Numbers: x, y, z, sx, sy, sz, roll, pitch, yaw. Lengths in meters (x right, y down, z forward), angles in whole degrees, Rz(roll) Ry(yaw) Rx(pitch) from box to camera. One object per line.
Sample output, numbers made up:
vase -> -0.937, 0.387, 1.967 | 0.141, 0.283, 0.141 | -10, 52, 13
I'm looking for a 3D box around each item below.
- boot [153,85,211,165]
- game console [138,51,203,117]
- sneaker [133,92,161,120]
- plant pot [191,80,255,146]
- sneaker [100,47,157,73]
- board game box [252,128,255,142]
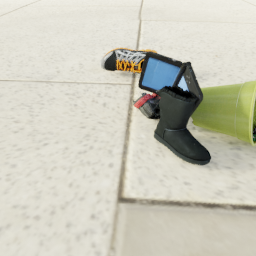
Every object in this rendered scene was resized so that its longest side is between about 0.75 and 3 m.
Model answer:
boot -> 1.513, -0.134, 7.616 | 0.753, 1.669, 2.036 | -19, 39, -37
game console -> 1.151, -1.069, 8.254 | 1.150, 1.977, 1.738 | -12, 70, -10
sneaker -> 0.910, -0.741, 9.430 | 0.935, 0.677, 1.915 | 54, 29, 8
plant pot -> 2.953, -0.555, 8.407 | 1.863, 1.962, 1.962 | 8, 33, 34
sneaker -> 0.115, -2.821, 12.035 | 2.637, 1.032, 1.018 | -7, 45, -4
board game box -> 4.830, -0.183, 8.277 | 2.549, 0.299, 1.335 | -32, 29, -33
